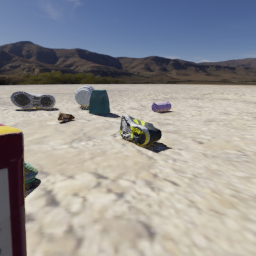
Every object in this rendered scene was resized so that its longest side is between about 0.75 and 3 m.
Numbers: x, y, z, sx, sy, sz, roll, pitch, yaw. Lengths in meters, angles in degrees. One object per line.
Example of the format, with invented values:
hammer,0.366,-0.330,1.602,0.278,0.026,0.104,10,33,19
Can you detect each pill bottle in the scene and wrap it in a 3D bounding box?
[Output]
pill bottle,-2.239,-1.698,14.847,1.053,1.053,1.898,0,11,-2

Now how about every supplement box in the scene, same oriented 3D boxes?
supplement box,-1.671,0.605,1.938,2.155,1.410,1.112,11,14,43

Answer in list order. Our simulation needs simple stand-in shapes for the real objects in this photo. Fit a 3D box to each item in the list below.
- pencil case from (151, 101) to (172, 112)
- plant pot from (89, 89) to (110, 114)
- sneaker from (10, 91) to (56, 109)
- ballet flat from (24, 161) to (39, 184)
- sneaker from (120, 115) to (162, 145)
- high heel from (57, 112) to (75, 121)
pencil case,1.535,-0.979,12.750,1.040,0.444,0.436,-10,15,-40
plant pot,-1.242,-1.157,12.147,0.720,1.018,0.719,4,11,22
sneaker,-4.677,-1.339,14.026,2.233,0.870,1.110,8,4,-5
ballet flat,-2.230,0.593,3.843,0.776,0.776,2.090,10,15,43
sneaker,0.285,0.076,7.184,0.671,0.591,1.587,1,18,-26
high heel,-2.220,-0.388,10.086,0.593,0.297,0.832,9,10,-7
